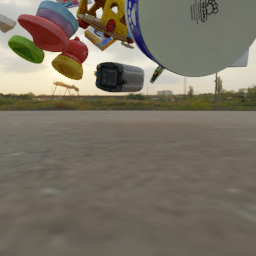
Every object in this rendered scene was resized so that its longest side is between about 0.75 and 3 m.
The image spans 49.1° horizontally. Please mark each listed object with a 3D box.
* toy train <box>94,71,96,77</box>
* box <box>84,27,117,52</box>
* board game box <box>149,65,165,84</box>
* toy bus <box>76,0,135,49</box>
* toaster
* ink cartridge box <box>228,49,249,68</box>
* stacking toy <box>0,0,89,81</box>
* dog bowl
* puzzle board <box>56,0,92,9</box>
[{"bbox_3d":[-1.157,-2.179,12.306,0.250,0.899,0.675,-30,11,-38],"label":"toy train"},{"bbox_3d":[-0.777,-3.948,11.303,1.048,1.761,0.365,41,-20,13],"label":"box"},{"bbox_3d":[1.701,-2.932,12.664,0.234,1.991,1.043,38,-24,3],"label":"board game box"},{"bbox_3d":[-0.428,-3.543,8.900,2.286,1.252,2.423,17,9,-16],"label":"toy bus"},{"bbox_3d":[-0.268,-1.971,10.997,1.329,1.169,2.058,-5,14,-40],"label":"toaster"},{"bbox_3d":[2.558,-2.488,9.336,2.312,0.974,1.688,-4,13,-19],"label":"ink cartridge box"},{"bbox_3d":[-2.231,-2.569,7.662,2.278,1.063,2.516,20,-17,9],"label":"stacking toy"},{"bbox_3d":[1.447,-2.630,6.096,2.910,2.910,1.146,-1,25,-13],"label":"dog bowl"},{"bbox_3d":[-1.818,-4.253,9.007,1.119,0.843,0.097,-25,-11,-26],"label":"puzzle board"}]
